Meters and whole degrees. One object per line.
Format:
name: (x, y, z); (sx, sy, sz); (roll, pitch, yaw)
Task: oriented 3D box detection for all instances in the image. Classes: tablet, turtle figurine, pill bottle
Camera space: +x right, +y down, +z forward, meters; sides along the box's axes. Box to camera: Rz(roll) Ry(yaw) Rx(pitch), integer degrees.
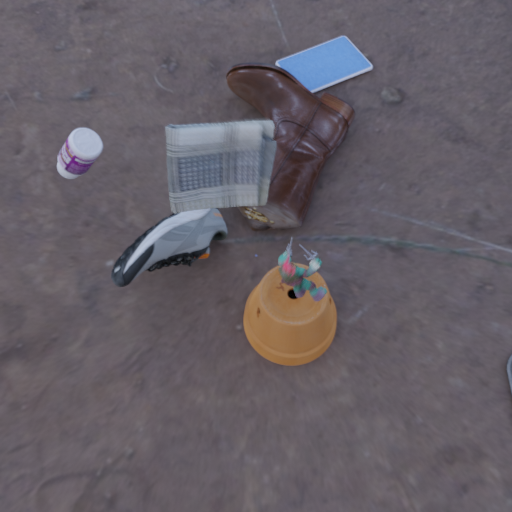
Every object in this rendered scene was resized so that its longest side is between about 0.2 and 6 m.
tablet: (1.665, -4.665, 13.749); (2.063, 0.141, 1.342); (-25, 63, -13)
turtle figurine: (0.593, 0.215, 8.203); (0.549, 1.091, 0.817); (-43, 40, -13)
pill bottle: (-2.936, -1.645, 9.198); (0.539, 0.960, 0.539); (16, 61, -31)

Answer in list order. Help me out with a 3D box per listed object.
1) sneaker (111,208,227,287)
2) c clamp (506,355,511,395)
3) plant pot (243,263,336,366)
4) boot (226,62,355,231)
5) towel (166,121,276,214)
sneaker: (-1.489, -0.191, 10.299); (2.729, 1.009, 1.082); (-40, 98, -40)
c clamp: (5.283, 2.353, 9.564); (1.859, 0.295, 2.176); (6, 60, 4)
plant pot: (0.625, 0.926, 9.875); (1.718, 1.202, 1.718); (0, 61, 0)
boot: (0.072, -2.339, 11.936); (3.258, 1.123, 3.496); (23, 67, 15)
towel: (-0.543, -1.370, 8.894); (1.713, 1.650, 0.296); (-7, 43, -13)
